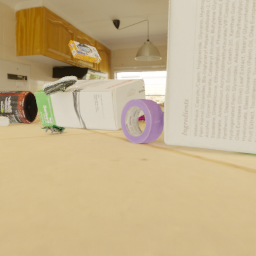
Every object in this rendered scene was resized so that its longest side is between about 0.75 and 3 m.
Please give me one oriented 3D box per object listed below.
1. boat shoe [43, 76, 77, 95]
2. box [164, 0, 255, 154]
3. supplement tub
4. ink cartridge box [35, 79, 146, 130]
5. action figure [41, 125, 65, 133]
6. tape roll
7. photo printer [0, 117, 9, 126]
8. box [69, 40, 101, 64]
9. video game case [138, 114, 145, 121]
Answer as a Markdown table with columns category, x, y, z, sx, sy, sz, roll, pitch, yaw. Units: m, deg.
| category | x | y | z | sx | sy | sz | roll | pitch | yaw |
| --- | --- | --- | --- | --- | --- | --- | --- | --- | --- |
| boat shoe | -1.866 | -1.145 | 7.827 | 0.987 | 0.350 | 0.356 | -19 | -18 | -3 |
| box | 2.273 | -1.104 | 5.156 | 2.431 | 2.838 | 2.824 | 6 | 8 | 27 |
| supplement tub | -4.598 | -0.766 | 10.302 | 2.271 | 1.215 | 1.215 | 1 | 6 | 9 |
| ink cartridge box | -1.108 | -0.824 | 8.925 | 2.859 | 1.202 | 2.086 | 4 | 20 | 29 |
| action figure | -1.799 | 0.039 | 7.051 | 0.469 | 0.217 | 0.793 | 0 | -2 | 12 |
| tape roll | 0.267 | -0.139 | 5.476 | 0.367 | 0.865 | 0.865 | -5 | 7 | -40 |
| photo printer | -4.454 | -0.209 | 9.161 | 0.880 | 0.306 | 0.733 | -4 | 7 | -41 |
| box | -1.167 | -2.125 | 7.896 | 0.928 | 0.552 | 0.192 | 2 | -40 | -40 |
| video game case | 0.237 | -0.505 | 12.231 | 1.585 | 0.313 | 1.748 | 4 | 7 | 40 |
